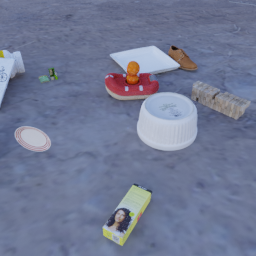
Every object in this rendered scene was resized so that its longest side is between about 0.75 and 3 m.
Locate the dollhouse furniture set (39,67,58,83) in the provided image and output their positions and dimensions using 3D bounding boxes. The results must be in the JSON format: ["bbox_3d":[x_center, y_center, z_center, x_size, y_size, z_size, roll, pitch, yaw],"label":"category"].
[{"bbox_3d":[-3.910,-2.552,13.598,0.848,0.425,0.555,-19,43,-22],"label":"dollhouse furniture set"}]

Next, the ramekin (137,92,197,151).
[{"bbox_3d":[1.465,-0.355,10.269,2.258,1.185,2.258,0,39,0],"label":"ramekin"}]

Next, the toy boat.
[{"bbox_3d":[0.173,-2.185,12.238,2.373,1.551,1.549,-4,39,-5],"label":"toy boat"}]

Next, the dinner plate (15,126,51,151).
[{"bbox_3d":[-2.801,0.306,8.299,1.075,1.075,0.130,5,45,6],"label":"dinner plate"}]

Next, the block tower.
[{"bbox_3d":[3.761,-1.183,11.722,2.417,0.699,0.653,30,48,34],"label":"block tower"}]

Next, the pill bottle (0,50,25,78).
[{"bbox_3d":[-6.260,-2.948,13.353,2.393,1.346,1.346,-15,41,-17],"label":"pill bottle"}]

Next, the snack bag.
[{"bbox_3d":[-6.159,-2.058,12.079,2.264,0.257,2.401,9,76,11],"label":"snack bag"}]

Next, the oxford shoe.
[{"bbox_3d":[2.839,-3.690,14.737,0.806,0.806,2.261,-20,45,-25],"label":"oxford shoe"}]

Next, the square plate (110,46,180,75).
[{"bbox_3d":[0.824,-3.459,14.747,2.788,0.400,2.814,-17,42,-19],"label":"square plate"}]

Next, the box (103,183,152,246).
[{"bbox_3d":[0.027,2.285,7.605,0.631,0.420,1.678,19,42,22],"label":"box"}]
